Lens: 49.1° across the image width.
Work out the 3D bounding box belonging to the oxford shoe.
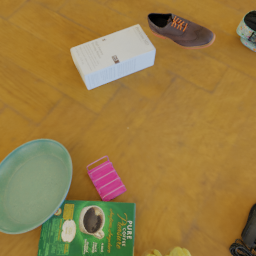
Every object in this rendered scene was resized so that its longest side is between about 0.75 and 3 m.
[{"bbox_3d":[1.527,-2.957,8.427,2.176,0.789,0.774,22,90,25],"label":"oxford shoe"}]

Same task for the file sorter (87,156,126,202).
[{"bbox_3d":[-0.582,1.331,7.390,0.686,0.619,0.987,-28,68,-12],"label":"file sorter"}]

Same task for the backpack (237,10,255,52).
[{"bbox_3d":[4.315,-3.283,9.412,1.219,0.934,1.071,44,71,7],"label":"backpack"}]

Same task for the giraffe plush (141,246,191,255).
[{"bbox_3d":[1.212,3.952,5.491,2.203,2.716,2.344,44,65,-12],"label":"giraffe plush"}]

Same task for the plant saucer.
[{"bbox_3d":[-2.429,1.444,7.112,2.480,0.446,2.480,-10,55,15],"label":"plant saucer"}]

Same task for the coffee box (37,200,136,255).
[{"bbox_3d":[-0.961,2.516,6.885,2.285,0.503,1.405,1,65,1],"label":"coffee box"}]

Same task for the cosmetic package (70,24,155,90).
[{"bbox_3d":[-0.457,-2.286,8.980,2.403,0.890,1.222,-25,68,-10],"label":"cosmetic package"}]

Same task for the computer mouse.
[{"bbox_3d":[3.323,2.566,6.898,1.156,0.440,1.670,25,67,12],"label":"computer mouse"}]
